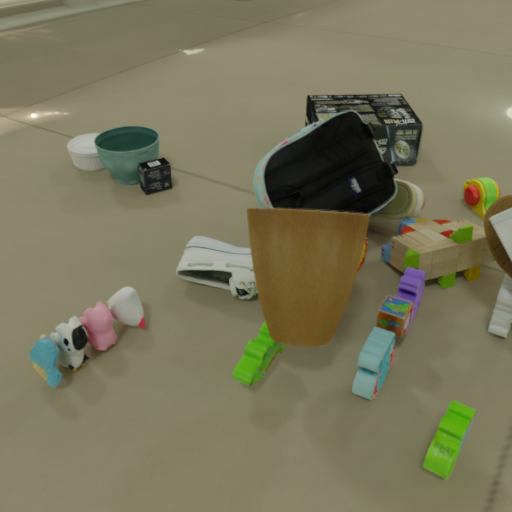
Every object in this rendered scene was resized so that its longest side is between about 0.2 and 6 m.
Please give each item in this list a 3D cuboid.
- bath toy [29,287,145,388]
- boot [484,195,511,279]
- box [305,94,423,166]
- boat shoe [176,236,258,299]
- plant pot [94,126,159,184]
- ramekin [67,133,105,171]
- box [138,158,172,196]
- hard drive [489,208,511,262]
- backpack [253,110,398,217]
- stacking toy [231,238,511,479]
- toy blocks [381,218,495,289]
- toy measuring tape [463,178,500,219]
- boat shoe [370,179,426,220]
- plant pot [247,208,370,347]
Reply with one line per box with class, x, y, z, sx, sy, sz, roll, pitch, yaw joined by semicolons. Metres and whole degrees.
bath toy;-2.494;1.210;8.693;0.716;0.842;1.936;50;46;5
boot;4.760;0.305;8.788;2.012;0.942;2.589;19;36;-43
box;2.686;-3.283;14.504;2.620;1.128;2.146;-2;36;-3
boat shoe;-0.184;0.376;9.843;2.587;0.951;0.864;10;55;25
plant pot;-2.998;-2.334;13.310;1.505;1.008;1.505;-1;36;1
ramekin;-4.075;-2.576;14.022;1.212;0.564;1.212;0;35;0
box;-2.325;-1.828;12.891;0.661;0.672;0.394;-19;42;-25
hard drive;3.826;-0.169;7.760;0.150;0.740;1.123;-24;86;-39
backpack;1.080;-1.311;10.011;2.219;1.969;1.670;-31;8;-13
stacking toy;2.048;1.189;8.625;3.116;0.971;4.132;19;42;26
toy blocks;3.288;-0.240;10.573;2.237;1.118;1.529;-13;27;-19
toy measuring tape;5.024;-1.129;11.912;0.752;0.752;2.045;-8;37;-11
boat shoe;2.122;-1.277;11.942;2.959;1.106;1.012;19;11;36
plant pot;0.663;0.277;7.671;1.670;1.792;1.670;3;2;0
